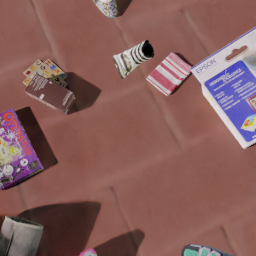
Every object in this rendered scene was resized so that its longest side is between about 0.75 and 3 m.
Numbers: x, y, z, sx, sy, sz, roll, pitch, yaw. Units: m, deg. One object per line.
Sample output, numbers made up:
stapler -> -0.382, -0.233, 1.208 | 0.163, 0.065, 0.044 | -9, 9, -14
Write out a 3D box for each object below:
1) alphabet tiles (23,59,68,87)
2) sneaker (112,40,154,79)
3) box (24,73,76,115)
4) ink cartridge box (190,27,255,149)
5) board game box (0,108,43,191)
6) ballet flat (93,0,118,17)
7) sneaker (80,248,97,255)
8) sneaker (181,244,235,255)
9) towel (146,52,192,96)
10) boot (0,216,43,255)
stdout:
alphabet tiles -> -2.745, -1.637, 9.290 | 1.411, 0.045, 1.174 | 41, 77, 12
sneaker -> 0.134, -1.311, 5.394 | 0.767, 1.334, 0.503 | -23, 103, 3
box -> -2.430, -1.053, 8.812 | 1.409, 0.528, 0.705 | 27, 74, 3
ink cartridge box -> 3.963, -1.362, 8.637 | 2.942, 0.700, 2.977 | -32, 73, 3
board game box -> -3.618, 0.602, 8.435 | 1.309, 0.352, 2.181 | -29, 74, -13
ballet flat -> -0.988, -4.909, 10.012 | 0.739, 0.739, 2.056 | -26, 74, -8
sneaker -> -1.372, 4.174, 6.977 | 1.033, 0.953, 2.342 | 31, 83, 8
sneaker -> 2.238, 2.846, 5.233 | 1.120, 2.559, 0.952 | -1, 97, -40
towel -> 1.395, -1.810, 9.296 | 0.968, 0.153, 1.344 | 41, 77, 13
boot -> -2.644, 3.782, 6.813 | 2.523, 1.007, 2.775 | 10, 66, 28
